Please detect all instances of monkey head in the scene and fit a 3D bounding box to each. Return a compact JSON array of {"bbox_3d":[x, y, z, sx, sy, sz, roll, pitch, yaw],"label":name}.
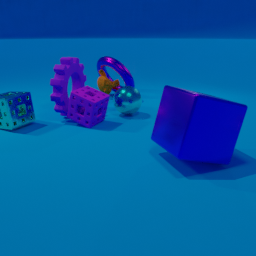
[{"bbox_3d":[-0.815,-1.810,11.422,0.840,1.167,0.703,-22,37,-13],"label":"monkey head"}]

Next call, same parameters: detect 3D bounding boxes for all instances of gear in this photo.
[{"bbox_3d":[-1.822,-1.280,8.784,0.336,1.819,1.819,8,21,14],"label":"gear"}]

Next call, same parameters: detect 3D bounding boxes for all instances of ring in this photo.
[{"bbox_3d":[-0.508,-2.067,11.281,1.881,1.881,0.376,20,59,43],"label":"ring"}]

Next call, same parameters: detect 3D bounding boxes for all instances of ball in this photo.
[{"bbox_3d":[-0.013,-0.886,8.993,0.927,0.927,0.927,0,19,0],"label":"ball"}]

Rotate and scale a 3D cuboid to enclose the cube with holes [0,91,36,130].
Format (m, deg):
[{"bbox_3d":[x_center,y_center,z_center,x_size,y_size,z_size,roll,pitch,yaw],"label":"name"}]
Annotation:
[{"bbox_3d":[-3.331,-0.523,7.979,0.865,0.865,0.865,5,21,29],"label":"cube with holes"}]

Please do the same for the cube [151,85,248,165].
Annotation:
[{"bbox_3d":[1.408,-0.085,5.812,1.254,1.254,1.254,9,12,-23],"label":"cube"}]

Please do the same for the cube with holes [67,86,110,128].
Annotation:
[{"bbox_3d":[-1.148,-0.629,8.139,0.816,0.816,0.816,25,30,17],"label":"cube with holes"}]
